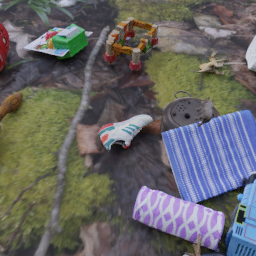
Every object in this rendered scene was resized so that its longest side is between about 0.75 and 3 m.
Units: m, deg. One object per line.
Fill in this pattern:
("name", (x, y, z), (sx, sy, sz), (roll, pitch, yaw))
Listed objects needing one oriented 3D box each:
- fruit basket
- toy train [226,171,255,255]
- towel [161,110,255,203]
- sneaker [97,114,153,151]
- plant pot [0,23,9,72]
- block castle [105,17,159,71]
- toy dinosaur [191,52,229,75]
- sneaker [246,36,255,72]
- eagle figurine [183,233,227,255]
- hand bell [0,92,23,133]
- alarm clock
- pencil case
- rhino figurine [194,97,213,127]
("fruit basket", (-2.973, -3.808, 11.936), (2.250, 1.055, 2.084), (22, 51, 23))
("toy train", (3.227, 1.985, 6.420), (1.490, 1.131, 2.609), (18, 46, 22))
("towel", (2.466, 0.718, 7.502), (2.784, 0.332, 2.015), (-15, 81, -14))
("sneaker", (0.014, 0.182, 8.594), (1.809, 0.637, 0.846), (-15, 70, -20))
("plant pot", (-5.543, -3.059, 10.655), (1.911, 1.911, 1.740), (-11, 53, -10))
("block castle", (0.167, -3.408, 11.531), (1.598, 1.122, 2.392), (21, 52, 13))
("toy dinosaur", (3.275, -2.380, 11.042), (1.060, 0.610, 2.096), (15, 39, 34))
("sneaker", (5.942, -2.722, 10.970), (2.192, 1.206, 2.994), (23, 43, 5))
("eagle figurine", (1.744, 2.910, 5.902), (0.826, 1.088, 0.821), (-52, 27, -6))
("hand bell", (-4.104, -0.373, 8.831), (1.483, 1.483, 2.848), (7, 35, 6))
("alarm clock", (1.919, -0.376, 8.879), (1.811, 0.894, 2.684), (-2, 44, -2))
("pencil case", (1.183, 2.050, 6.569), (2.151, 0.903, 0.920), (18, 14, 13))
("rhino figurine", (1.693, -0.404, 6.117), (0.251, 0.367, 0.840), (43, 43, -21))
